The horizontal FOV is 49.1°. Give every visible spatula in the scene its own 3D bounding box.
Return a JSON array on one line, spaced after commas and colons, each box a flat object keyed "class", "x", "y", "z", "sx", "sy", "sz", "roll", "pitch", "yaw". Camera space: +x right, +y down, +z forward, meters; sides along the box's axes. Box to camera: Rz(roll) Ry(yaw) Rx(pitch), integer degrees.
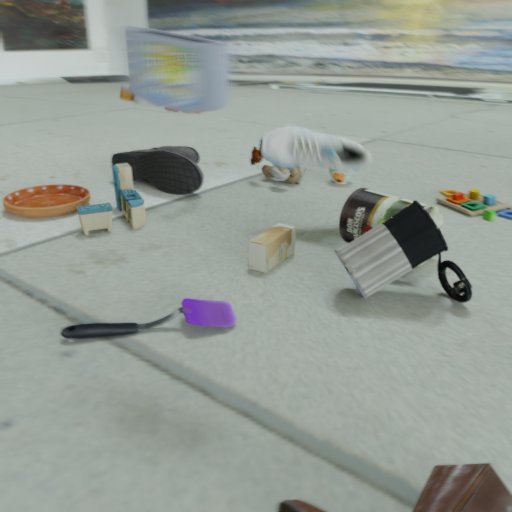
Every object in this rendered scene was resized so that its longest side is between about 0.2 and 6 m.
[{"class": "spatula", "x": -1.564, "y": 0.981, "z": 8.294, "sx": 2.555, "sy": 0.263, "sz": 0.722, "roll": -8, "pitch": 30, "yaw": -12}]

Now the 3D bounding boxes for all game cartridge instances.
[{"class": "game cartridge", "x": -0.923, "y": -2.108, "z": 6.427, "sx": 1.253, "sy": 0.836, "sz": 0.254, "roll": 16, "pitch": 43, "yaw": 15}]

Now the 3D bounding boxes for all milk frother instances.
[{"class": "milk frother", "x": 2.405, "y": 0.266, "z": 9.078, "sx": 1.551, "sy": 1.488, "sz": 1.649, "roll": -33, "pitch": 56, "yaw": 8}]

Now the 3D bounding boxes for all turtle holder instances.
[{"class": "turtle holder", "x": 2.371, "y": -2.412, "z": 15.789, "sx": 0.696, "sy": 0.651, "sz": 0.916, "roll": -4, "pitch": 23, "yaw": -6}]

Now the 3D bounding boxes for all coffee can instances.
[{"class": "coffee can", "x": 2.589, "y": -0.586, "z": 10.840, "sx": 1.170, "sy": 1.170, "sz": 1.598, "roll": -20, "pitch": 30, "yaw": -39}]

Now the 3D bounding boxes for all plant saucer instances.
[{"class": "plant saucer", "x": -5.092, "y": -1.337, "z": 13.694, "sx": 2.020, "sy": 0.326, "sz": 2.020, "roll": 1, "pitch": 23, "yaw": 0}]

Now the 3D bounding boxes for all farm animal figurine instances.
[{"class": "farm animal figurine", "x": 0.658, "y": -2.517, "z": 15.899, "sx": 1.719, "sy": 0.896, "sz": 1.700, "roll": -13, "pitch": 37, "yaw": -44}]

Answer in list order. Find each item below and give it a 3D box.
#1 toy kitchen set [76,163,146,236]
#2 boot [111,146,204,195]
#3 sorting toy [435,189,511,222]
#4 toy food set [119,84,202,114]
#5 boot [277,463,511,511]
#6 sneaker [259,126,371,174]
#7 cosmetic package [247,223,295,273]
[{"class": "toy kitchen set", "x": -3.401, "y": -1.329, "z": 12.712, "sx": 1.453, "sy": 1.069, "sz": 1.814, "roll": -10, "pitch": 25, "yaw": -22}, {"class": "boot", "x": -2.278, "y": -2.633, "z": 15.732, "sx": 3.259, "sy": 1.137, "sz": 2.145, "roll": 19, "pitch": 28, "yaw": 32}, {"class": "sorting toy", "x": 5.333, "y": -1.372, "z": 13.749, "sx": 1.373, "sy": 0.332, "sz": 2.439, "roll": -10, "pitch": 25, "yaw": -21}, {"class": "toy food set", "x": -2.159, "y": -4.024, "z": 13.430, "sx": 2.071, "sy": 0.932, "sz": 0.989, "roll": 5, "pitch": 19, "yaw": -22}, {"class": "boot", "x": 1.319, "y": 2.247, "z": 4.930, "sx": 1.681, "sy": 0.579, "sz": 1.804, "roll": 31, "pitch": 39, "yaw": 29}, {"class": "sneaker", "x": 1.290, "y": -2.261, "z": 11.803, "sx": 2.422, "sy": 0.908, "sz": 1.049, "roll": 5, "pitch": 8, "yaw": -7}, {"class": "cosmetic package", "x": 0.302, "y": -0.161, "z": 10.590, "sx": 0.405, "sy": 0.600, "sz": 1.141, "roll": 13, "pitch": 28, "yaw": 28}]
